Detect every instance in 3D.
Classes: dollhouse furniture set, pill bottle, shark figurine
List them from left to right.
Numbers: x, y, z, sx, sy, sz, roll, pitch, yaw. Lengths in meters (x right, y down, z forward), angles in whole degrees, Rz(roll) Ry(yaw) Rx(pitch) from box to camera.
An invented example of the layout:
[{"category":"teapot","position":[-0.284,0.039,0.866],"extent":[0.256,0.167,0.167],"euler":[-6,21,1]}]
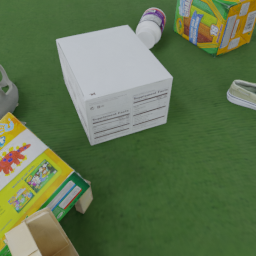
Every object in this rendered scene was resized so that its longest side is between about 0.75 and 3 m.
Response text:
[{"category":"shark figurine","position":[-3.439,-0.902,7.656],"extent":[1.456,1.017,2.438],"euler":[3,49,1]},{"category":"dollhouse furniture set","position":[-1.276,1.278,5.821],"extent":[0.980,0.651,0.859],"euler":[19,50,17]},{"category":"pill bottle","position":[0.805,-3.587,10.170],"extent":[0.919,0.919,1.650],"euler":[11,48,10]}]

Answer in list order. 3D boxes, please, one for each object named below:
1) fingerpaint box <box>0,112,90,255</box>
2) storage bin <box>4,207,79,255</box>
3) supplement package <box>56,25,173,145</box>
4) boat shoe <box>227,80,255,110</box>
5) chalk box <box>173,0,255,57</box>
[{"category":"fingerpaint box","position":[-2.346,1.291,5.176],"extent":[2.105,0.925,2.523],"euler":[34,74,28]},{"category":"storage bin","position":[-0.984,2.302,4.215],"extent":[0.779,1.651,1.663],"euler":[-30,54,-21]},{"category":"supplement package","position":[-0.454,-1.293,7.596],"extent":[2.182,1.553,2.802],"euler":[-17,50,-15]},{"category":"boat shoe","position":[3.771,-0.834,7.785],"extent":[1.936,0.601,0.697],"euler":[14,55,14]},{"category":"chalk box","position":[2.914,-4.263,10.191],"extent":[1.842,1.855,2.972],"euler":[-26,51,-23]}]
